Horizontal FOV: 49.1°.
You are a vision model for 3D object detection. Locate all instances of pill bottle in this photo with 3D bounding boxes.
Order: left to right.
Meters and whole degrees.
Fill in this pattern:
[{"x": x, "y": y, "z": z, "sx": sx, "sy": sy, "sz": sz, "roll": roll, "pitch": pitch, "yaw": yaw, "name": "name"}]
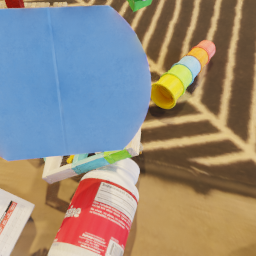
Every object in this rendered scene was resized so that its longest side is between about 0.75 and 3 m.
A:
[{"x": -0.515, "y": 1.640, "z": 5.397, "sx": 1.249, "sy": 1.249, "sz": 2.225, "roll": 13, "pitch": 53, "yaw": 10, "name": "pill bottle"}]

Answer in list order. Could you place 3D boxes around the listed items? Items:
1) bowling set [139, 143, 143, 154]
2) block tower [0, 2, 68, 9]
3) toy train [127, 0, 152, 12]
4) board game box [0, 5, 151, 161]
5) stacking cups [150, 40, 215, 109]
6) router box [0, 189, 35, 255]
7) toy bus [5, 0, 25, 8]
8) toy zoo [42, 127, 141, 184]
[{"x": -0.376, "y": -0.060, "z": 7.075, "sx": 1.178, "sy": 0.908, "sz": 1.692, "roll": -18, "pitch": 54, "yaw": 10, "name": "bowling set"}, {"x": -3.599, "y": -3.808, "z": 9.770, "sx": 2.997, "sy": 0.866, "sz": 0.810, "roll": -3, "pitch": 53, "yaw": -1, "name": "block tower"}, {"x": -0.306, "y": -3.698, "z": 5.602, "sx": 0.611, "sy": 0.826, "sz": 2.929, "roll": -26, "pitch": 84, "yaw": -6, "name": "toy train"}, {"x": -1.059, "y": -0.667, "z": 4.313, "sx": 2.770, "sy": 2.189, "sz": 0.539, "roll": -5, "pitch": 21, "yaw": -7, "name": "board game box"}, {"x": 1.761, "y": -1.710, "z": 8.184, "sx": 0.854, "sy": 0.854, "sz": 2.823, "roll": 32, "pitch": 59, "yaw": 22, "name": "stacking cups"}, {"x": -3.304, "y": 2.064, "z": 4.810, "sx": 2.337, "sy": 0.636, "sz": 2.604, "roll": 31, "pitch": 54, "yaw": -14, "name": "router box"}, {"x": -2.300, "y": -4.283, "z": 6.717, "sx": 2.543, "sy": 2.695, "sz": 1.392, "roll": -11, "pitch": 51, "yaw": 23, "name": "toy bus"}, {"x": -0.908, "y": 0.224, "z": 6.183, "sx": 2.693, "sy": 0.276, "sz": 1.767, "roll": -21, "pitch": 40, "yaw": 27, "name": "toy zoo"}]
